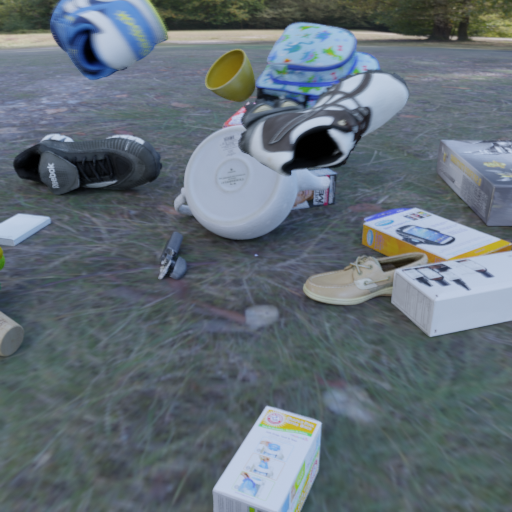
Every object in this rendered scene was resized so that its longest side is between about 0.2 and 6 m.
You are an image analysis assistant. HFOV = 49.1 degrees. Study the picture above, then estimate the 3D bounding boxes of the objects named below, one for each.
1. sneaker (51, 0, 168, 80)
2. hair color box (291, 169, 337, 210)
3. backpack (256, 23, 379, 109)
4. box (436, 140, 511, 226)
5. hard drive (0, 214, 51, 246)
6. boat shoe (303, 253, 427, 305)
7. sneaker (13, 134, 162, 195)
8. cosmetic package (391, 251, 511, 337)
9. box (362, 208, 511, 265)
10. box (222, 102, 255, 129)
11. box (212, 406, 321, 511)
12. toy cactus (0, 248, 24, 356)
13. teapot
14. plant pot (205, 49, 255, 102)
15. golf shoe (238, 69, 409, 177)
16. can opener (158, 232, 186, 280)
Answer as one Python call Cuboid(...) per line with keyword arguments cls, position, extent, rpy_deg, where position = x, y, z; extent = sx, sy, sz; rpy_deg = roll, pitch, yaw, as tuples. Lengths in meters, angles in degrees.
Cuboid(cls="sneaker", position=(-1.848, -2.424, 6.194), extent=(2.003, 0.741, 0.824), rpy_deg=(18, 65, 46))
Cuboid(cls="hair color box", position=(0.934, -1.344, 11.439), extent=(1.373, 0.680, 0.416), rpy_deg=(-9, 27, -18))
Cuboid(cls="backpack", position=(1.276, -3.463, 11.046), extent=(2.238, 1.645, 2.048), rpy_deg=(16, 53, 13))
Cuboid(cls="box", position=(5.717, -1.661, 11.891), extent=(2.795, 0.853, 3.529), rpy_deg=(1, 25, 1))
Cuboid(cls="hard drive", position=(-4.407, -0.491, 10.281), extent=(0.720, 0.146, 1.092), rpy_deg=(7, 27, 14))
Cuboid(cls="boat shoe", position=(1.594, 0.273, 8.130), extent=(1.876, 0.610, 0.677), rpy_deg=(-5, 26, -10))
Cuboid(cls="sneaker", position=(-3.782, -1.899, 12.137), extent=(3.611, 1.200, 1.634), rpy_deg=(9, 29, 26))
Cuboid(cls="cosmetic package", position=(3.188, 0.446, 7.787), extent=(2.371, 0.600, 0.979), rpy_deg=(-8, 28, -17))
Cuboid(cls="box", position=(2.877, -0.243, 9.431), extent=(1.350, 0.470, 2.269), rpy_deg=(-16, 27, -30))
Cuboid(cls="box", position=(0.194, -2.902, 13.927), extent=(1.456, 1.343, 2.837), rpy_deg=(4, 26, 9))
Cuboid(cls="box", position=(0.126, 1.886, 4.749), extent=(0.547, 0.607, 1.079), rpy_deg=(11, 28, 21))
Cuboid(cls="toy cactus", position=(-3.896, 0.579, 7.054), extent=(2.164, 1.341, 2.622), rpy_deg=(19, 21, 15))
Cuboid(cls="teapot", position=(-0.190, -1.192, 10.152), extent=(2.170, 2.142, 1.585), rpy_deg=(36, 2, 21))
Cuboid(cls="plant pot", position=(-0.429, -3.616, 11.579), extent=(1.026, 0.729, 1.026), rpy_deg=(-22, 50, 29))
Cuboid(cls="golf shoe", position=(0.985, -1.486, 6.688), extent=(2.327, 0.905, 1.100), rpy_deg=(-22, 50, -16))
Cuboid(cls="can opener", position=(-1.319, 0.034, 9.104), extent=(0.428, 0.341, 1.279), rpy_deg=(31, 22, -12))
